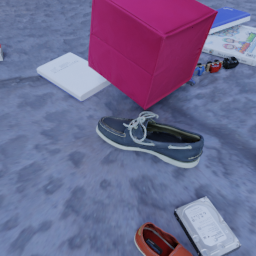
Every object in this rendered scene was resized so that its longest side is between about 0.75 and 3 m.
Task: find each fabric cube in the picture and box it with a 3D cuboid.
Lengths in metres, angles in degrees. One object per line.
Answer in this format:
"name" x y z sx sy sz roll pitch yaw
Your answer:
"fabric cube" 0.531 -2.310 7.418 2.244 2.251 2.209 41 53 23

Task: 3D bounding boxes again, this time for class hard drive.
"hard drive" -1.803 -1.818 9.622 2.326 0.295 1.535 33 53 29
"hard drive" 1.590 2.051 5.724 0.834 0.226 1.194 -17 48 -16
"hard drive" 3.554 -4.531 11.949 2.579 0.327 1.701 -21 37 -10

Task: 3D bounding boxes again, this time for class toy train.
"toy train" 3.036 -2.170 9.960 2.050 0.350 0.469 -13 50 -13

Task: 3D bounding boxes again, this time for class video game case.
"video game case" 4.316 -3.565 11.395 2.467 0.321 2.710 24 50 23

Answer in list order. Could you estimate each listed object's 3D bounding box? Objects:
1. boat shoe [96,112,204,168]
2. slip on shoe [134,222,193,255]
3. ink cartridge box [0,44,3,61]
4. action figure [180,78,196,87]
"boat shoe" 0.493 0.151 7.151 2.863 0.885 1.072 21 44 20
"slip on shoe" 0.884 2.422 5.097 1.871 0.573 0.693 34 52 28
"ink cartridge box" -5.229 -2.786 10.552 0.921 0.386 0.664 -12 46 -12
"action figure" 1.048 -1.854 9.153 2.062 1.115 2.132 -19 67 -26
